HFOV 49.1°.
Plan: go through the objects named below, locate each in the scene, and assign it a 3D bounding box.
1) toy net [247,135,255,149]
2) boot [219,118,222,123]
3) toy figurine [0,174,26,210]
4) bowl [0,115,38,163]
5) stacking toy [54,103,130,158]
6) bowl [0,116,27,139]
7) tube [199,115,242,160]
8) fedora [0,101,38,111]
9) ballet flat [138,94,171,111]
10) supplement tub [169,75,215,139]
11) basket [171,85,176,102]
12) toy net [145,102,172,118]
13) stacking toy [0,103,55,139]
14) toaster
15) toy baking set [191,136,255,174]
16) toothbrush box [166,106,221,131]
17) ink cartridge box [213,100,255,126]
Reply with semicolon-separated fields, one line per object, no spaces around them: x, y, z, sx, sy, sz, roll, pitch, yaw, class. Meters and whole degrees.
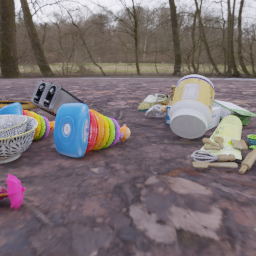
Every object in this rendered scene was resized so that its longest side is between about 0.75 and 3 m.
4.647;0.497;8.904;1.561;0.301;0.819;3;14;13;toy net
3.917;-0.420;12.709;0.874;0.316;0.727;9;14;21;boot
-2.572;1.254;5.068;1.387;1.041;1.277;-20;-18;41;toy figurine
-3.507;0.373;7.810;2.018;0.947;2.018;0;21;0;bowl
-0.834;0.134;8.832;1.454;1.537;2.649;5;-1;43;stacking toy
-3.450;0.157;7.976;1.284;0.603;1.284;-8;20;3;bowl
3.132;0.318;8.885;0.858;0.767;2.956;-38;-2;32;tube
-5.028;-0.654;12.168;2.330;0.950;2.330;3;9;-1;fedora
1.536;-1.535;16.238;2.624;0.928;0.928;-13;18;-42;ballet flat
2.313;-0.782;10.141;1.470;1.470;2.022;5;50;19;supplement tub
3.299;-1.462;14.388;2.118;1.577;1.511;3;14;15;basket
2.155;-0.980;13.517;2.689;0.519;1.411;-12;-31;13;toy net
-3.255;-0.054;9.823;1.342;1.269;2.312;-15;-10;33;stacking toy
-2.865;-1.048;11.641;1.656;1.087;1.831;20;-10;38;toaster
2.561;0.758;7.494;1.513;0.229;1.971;15;32;30;toy baking set
2.815;-0.535;12.097;1.913;0.816;1.400;10;17;36;toothbrush box
4.604;-0.595;12.190;1.080;0.617;2.080;7;19;-20;ink cartridge box
